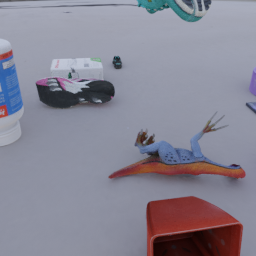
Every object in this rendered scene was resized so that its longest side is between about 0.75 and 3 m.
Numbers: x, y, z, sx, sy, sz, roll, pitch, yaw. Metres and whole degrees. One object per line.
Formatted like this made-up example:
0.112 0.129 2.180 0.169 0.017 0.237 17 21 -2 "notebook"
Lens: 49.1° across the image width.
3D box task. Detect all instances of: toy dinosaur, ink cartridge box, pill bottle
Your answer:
1.324 0.866 6.429 2.348 1.359 2.587 32 77 27 "toy dinosaur"
-2.067 -2.280 11.532 2.019 0.852 1.475 -4 30 -7 "ink cartridge box"
-3.563 -0.877 7.310 1.463 2.608 1.463 -1 30 0 "pill bottle"

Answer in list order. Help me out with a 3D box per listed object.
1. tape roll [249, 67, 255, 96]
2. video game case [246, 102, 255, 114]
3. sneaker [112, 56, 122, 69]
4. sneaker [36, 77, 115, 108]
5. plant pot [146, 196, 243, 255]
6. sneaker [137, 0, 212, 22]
5.696 -1.725 10.607 1.947 0.827 1.947 1 30 0 "tape roll"
4.787 -0.675 9.490 1.240 0.118 0.885 -4 30 -6 "video game case"
-0.505 -3.311 13.703 0.488 0.513 1.294 -6 29 -8 "sneaker"
-1.829 -1.291 9.922 2.690 1.081 1.161 4 15 -5 "sneaker"
0.835 1.738 4.289 1.265 1.266 1.116 -5 17 -8 "plant pot"
0.646 -2.597 5.236 0.970 0.997 2.503 -4 46 -29 "sneaker"
